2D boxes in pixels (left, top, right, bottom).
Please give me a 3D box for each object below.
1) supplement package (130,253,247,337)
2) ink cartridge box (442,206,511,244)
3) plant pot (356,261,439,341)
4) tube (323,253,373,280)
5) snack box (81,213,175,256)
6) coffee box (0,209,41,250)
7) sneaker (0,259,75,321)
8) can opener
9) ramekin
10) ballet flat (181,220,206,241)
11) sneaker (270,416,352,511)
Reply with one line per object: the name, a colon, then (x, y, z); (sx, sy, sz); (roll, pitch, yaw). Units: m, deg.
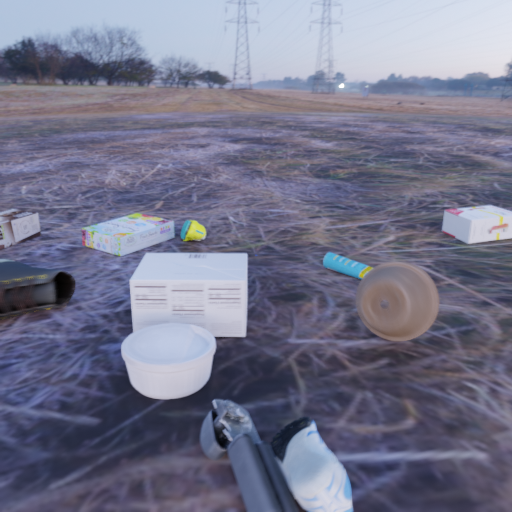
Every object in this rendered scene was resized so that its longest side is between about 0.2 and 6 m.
supplement package: (-0.966, 0.571, 8.610); (1.656, 0.918, 1.290); (1, 18, 0)
ink cartridge box: (5.255, -0.757, 13.100); (1.396, 0.582, 1.013); (-6, 20, -18)
plant pot: (1.860, 0.627, 7.709); (1.157, 1.157, 1.009); (9, 1, 25)
tube: (1.865, 0.255, 10.650); (1.228, 0.309, 0.475); (20, 40, 34)
snack box: (-2.839, -0.511, 12.574); (1.215, 0.453, 1.708); (12, 22, 32)
coffee box: (-5.695, -0.580, 12.570); (0.830, 0.586, 1.468); (8, 20, 23)
sneaker: (-3.924, 0.610, 8.441); (1.356, 0.955, 2.553); (3, 17, 14)
can opener: (-0.124, 2.015, 5.306); (0.466, 0.584, 1.746); (31, 12, -27)
ramekin: (-1.078, 1.321, 7.016); (1.161, 0.541, 1.161); (-1, 18, 0)
ballet flat: (-1.379, -0.521, 12.483); (0.498, 0.496, 1.485); (20, -3, -12)
sneaker: (0.504, 1.989, 5.302); (0.538, 0.542, 1.496); (-31, 10, -3)
